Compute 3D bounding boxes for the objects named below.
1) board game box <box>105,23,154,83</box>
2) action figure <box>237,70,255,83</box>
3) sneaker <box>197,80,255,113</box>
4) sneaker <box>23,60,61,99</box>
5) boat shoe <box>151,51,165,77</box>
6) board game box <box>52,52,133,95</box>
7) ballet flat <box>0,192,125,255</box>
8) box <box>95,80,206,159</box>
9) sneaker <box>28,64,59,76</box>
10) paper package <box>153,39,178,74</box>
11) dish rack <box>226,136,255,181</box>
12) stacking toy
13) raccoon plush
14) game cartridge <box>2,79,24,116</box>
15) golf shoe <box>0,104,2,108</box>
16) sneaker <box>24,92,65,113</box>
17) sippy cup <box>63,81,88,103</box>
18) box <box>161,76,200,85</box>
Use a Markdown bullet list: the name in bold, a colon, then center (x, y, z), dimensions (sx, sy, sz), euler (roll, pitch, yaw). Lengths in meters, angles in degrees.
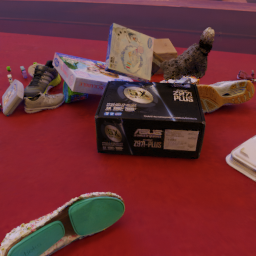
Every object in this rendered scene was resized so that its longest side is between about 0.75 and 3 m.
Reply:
- **board game box**: center (0.070, -2.324, 8.783), dimensions (1.483, 1.490, 0.323), euler (11, -12, -25)
- **action figure**: center (5.154, -2.122, 12.056), dimensions (0.887, 0.660, 0.594), euler (29, 79, 13)
- **sneaker**: center (3.114, -1.147, 10.268), dimensions (2.697, 1.020, 1.182), euler (-6, 9, 1)
- **sneaker**: center (-3.519, -1.916, 11.096), dimensions (0.934, 1.023, 2.527), euler (6, 35, 9)
- **boat shoe**: center (0.293, -2.712, 10.370), dimensions (1.035, 0.916, 2.827), euler (32, 12, -36)
- **board game box**: center (-1.253, -2.029, 10.898), dimensions (2.702, 0.556, 2.695), euler (3, 29, -34)
- **ballet flat**: center (-1.324, 1.911, 5.745), dimensions (2.591, 0.980, 0.828), euler (-17, 13, -28)
- **box**: center (0.672, -0.361, 8.592), dimensions (2.966, 1.277, 2.429), euler (3, 33, 5)
- **sneaker**: center (-3.638, -2.572, 12.630), dimensions (1.615, 0.622, 0.661), euler (-5, 5, 1)
- **paper package**: center (1.222, -3.387, 13.220), dimensions (1.937, 1.052, 2.033), euler (-3, 34, -5)
- **dish rack**: center (3.995, 0.903, 7.528), dimensions (1.855, 0.471, 2.161), euler (-24, 40, -30)
- **stacking toy**: center (-4.616, -2.444, 12.440), dimensions (1.346, 0.420, 1.786), euler (-14, 33, -19)
- **raccoon plush**: center (1.687, -2.207, 8.453), dimensions (1.285, 1.917, 0.928), euler (-7, 49, -5)
- **game cartridge**: center (-4.182, -1.174, 10.189), dimensions (0.308, 0.988, 1.484), euler (28, 16, -37)
- **golf shoe**: center (-5.274, -0.965, 10.002), dimensions (1.543, 0.729, 0.600), euler (8, 34, 9)
- **sneaker**: center (-2.999, -1.013, 10.143), dimensions (1.518, 0.622, 0.567), euler (-22, 40, -29)
- **sippy cup**: center (-1.962, -1.388, 10.592), dimensions (0.817, 0.876, 1.115), euler (-4, 48, -26)
- **box**: center (2.063, -1.795, 11.547), dimensions (1.645, 0.341, 0.979), euler (-26, 43, -36)
